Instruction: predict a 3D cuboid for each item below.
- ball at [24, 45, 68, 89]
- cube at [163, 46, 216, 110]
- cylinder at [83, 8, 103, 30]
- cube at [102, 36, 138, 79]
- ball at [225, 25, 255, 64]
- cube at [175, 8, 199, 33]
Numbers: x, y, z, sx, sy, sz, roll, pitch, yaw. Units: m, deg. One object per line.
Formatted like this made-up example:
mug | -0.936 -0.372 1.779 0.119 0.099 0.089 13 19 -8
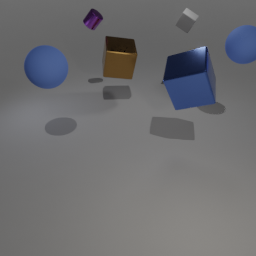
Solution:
ball | -2.679 -1.995 9.213 1.400 1.400 1.400 0 31 0
cube | 2.132 -1.656 9.519 1.400 1.400 1.400 -9 44 26
cylinder | -1.649 -5.117 13.210 0.700 0.700 0.700 31 35 -26
cube | -0.429 -3.305 13.204 1.400 1.400 1.400 3 45 -11
ball | 4.375 -3.114 10.497 1.400 1.400 1.400 0 31 0
cube | 2.723 -4.953 12.919 0.700 0.700 0.700 34 46 -1
